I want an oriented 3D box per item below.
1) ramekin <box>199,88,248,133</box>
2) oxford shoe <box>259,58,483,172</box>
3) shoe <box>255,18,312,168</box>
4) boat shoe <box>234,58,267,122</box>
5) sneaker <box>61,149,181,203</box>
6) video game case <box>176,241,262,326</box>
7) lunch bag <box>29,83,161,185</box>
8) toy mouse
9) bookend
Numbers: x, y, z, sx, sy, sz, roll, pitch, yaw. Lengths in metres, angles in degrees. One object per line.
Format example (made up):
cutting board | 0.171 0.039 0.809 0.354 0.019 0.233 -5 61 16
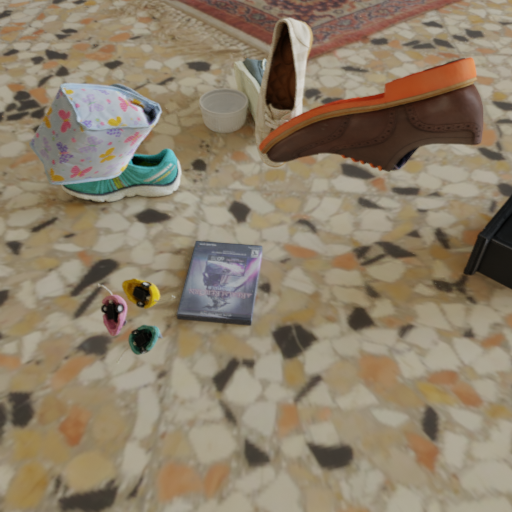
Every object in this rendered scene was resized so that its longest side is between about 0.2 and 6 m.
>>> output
ramekin | -0.801 -3.609 14.005 1.213 0.637 1.213 0 46 0
oxford shoe | 1.469 -1.665 7.921 3.330 1.208 1.185 -9 16 40
shoe | 0.376 -2.688 9.307 0.846 2.420 0.646 13 14 19
boat shoe | 0.322 -4.037 14.008 1.064 1.254 3.444 -15 43 -8
sneaker | -2.917 -1.847 12.048 2.545 1.014 0.986 -8 46 -7
video game case | -0.637 0.458 10.418 1.334 0.177 1.867 4 45 4
lunch bag | -2.757 -2.154 9.859 1.858 1.576 1.181 -15 70 -47
toy mouse | -1.695 0.905 7.704 1.448 1.286 0.280 20 15 29
bookend | 5.503 -0.126 10.359 2.283 1.058 2.297 32 55 27
